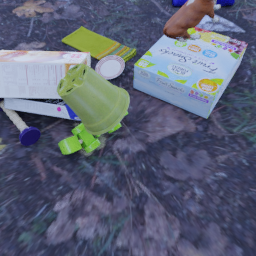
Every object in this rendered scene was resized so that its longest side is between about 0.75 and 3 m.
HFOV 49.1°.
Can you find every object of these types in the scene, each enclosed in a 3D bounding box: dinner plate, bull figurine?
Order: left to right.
[{"bbox_3d":[-0.558,-1.893,8.819,0.949,0.115,0.949,-5,63,11],"label":"dinner plate"},{"bbox_3d":[0.765,-1.265,3.079,0.493,0.813,0.265,14,53,-44],"label":"bull figurine"}]

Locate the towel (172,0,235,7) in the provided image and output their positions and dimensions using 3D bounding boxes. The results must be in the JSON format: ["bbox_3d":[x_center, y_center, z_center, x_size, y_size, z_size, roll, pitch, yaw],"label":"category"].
[{"bbox_3d":[3.134,-5.909,12.051,2.623,0.650,1.937,0,50,0],"label":"towel"}]

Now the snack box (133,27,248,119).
[{"bbox_3d":[1.888,-1.878,8.370,2.394,0.961,2.839,25,55,20],"label":"snack box"}]

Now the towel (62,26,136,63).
[{"bbox_3d":[-1.031,-2.847,9.691,2.576,0.233,1.108,30,55,24],"label":"towel"}]

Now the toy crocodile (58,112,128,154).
[{"bbox_3d":[-0.802,-0.005,7.017,2.076,0.641,0.701,-41,101,-31],"label":"toy crocodile"}]

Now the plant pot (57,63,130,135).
[{"bbox_3d":[-0.693,-0.582,5.078,1.086,0.998,1.086,-23,46,26],"label":"plant pot"}]

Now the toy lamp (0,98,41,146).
[{"bbox_3d":[-3.048,-0.359,7.325,0.605,0.605,2.080,-31,57,-24],"label":"toy lamp"}]

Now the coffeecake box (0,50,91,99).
[{"bbox_3d":[-2.384,-1.486,7.502,2.571,0.939,1.974,1,22,-2],"label":"coffeecake box"}]

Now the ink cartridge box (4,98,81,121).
[{"bbox_3d":[-1.999,-0.622,7.365,2.162,0.401,1.024,11,20,9],"label":"ink cartridge box"}]
